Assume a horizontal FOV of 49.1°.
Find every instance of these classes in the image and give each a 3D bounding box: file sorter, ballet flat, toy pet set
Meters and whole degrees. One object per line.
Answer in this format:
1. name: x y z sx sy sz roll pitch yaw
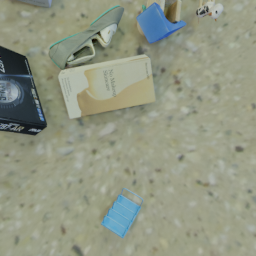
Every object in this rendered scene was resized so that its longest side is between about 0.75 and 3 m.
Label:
1. file sorter: -0.135 2.214 7.416 0.696 0.616 1.004 29 52 12
2. ballet flat: -1.070 -2.675 8.535 2.781 0.937 0.886 -36 89 -13
3. toy pet set: 1.273 -3.439 7.690 2.523 2.356 1.340 19 70 -31

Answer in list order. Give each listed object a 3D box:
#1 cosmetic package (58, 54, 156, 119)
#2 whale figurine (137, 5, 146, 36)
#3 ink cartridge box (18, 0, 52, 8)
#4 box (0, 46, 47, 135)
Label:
1. cosmetic package: -0.563 -1.201 8.006 2.519 0.895 1.325 -13 113 -2
2. whale figurine: 0.603 -3.406 8.851 0.494 0.758 0.952 -3 82 30
3. ink cartridge box: -3.043 -5.554 9.157 1.564 0.723 2.871 12 80 -8
4. box: -3.418 -1.127 7.509 0.559 2.056 2.566 -32 67 23
